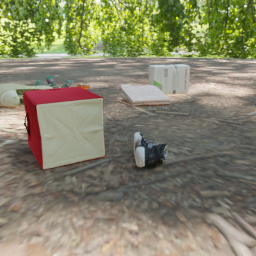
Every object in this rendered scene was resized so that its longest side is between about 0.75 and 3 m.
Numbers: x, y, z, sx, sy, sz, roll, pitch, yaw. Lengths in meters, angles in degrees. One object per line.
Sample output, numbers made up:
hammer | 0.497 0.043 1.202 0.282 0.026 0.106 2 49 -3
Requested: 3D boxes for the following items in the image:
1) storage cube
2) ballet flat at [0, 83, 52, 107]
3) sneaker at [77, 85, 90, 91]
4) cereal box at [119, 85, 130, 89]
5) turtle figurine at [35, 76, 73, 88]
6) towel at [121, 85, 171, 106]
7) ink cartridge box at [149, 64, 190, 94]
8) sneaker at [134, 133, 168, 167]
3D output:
storage cube | -1.426 -0.101 6.293 1.632 1.395 1.467 -9 20 -26
ballet flat | -4.181 -1.262 11.090 2.696 0.936 0.936 -9 19 -28
sneaker | -1.868 -1.304 11.159 0.638 0.665 1.695 6 -1 -9
cereal box | -0.018 -2.167 15.066 0.609 0.167 0.847 -12 21 -34
turtle figurine | -3.255 -1.736 12.402 1.803 0.908 1.350 29 31 36
towel | 0.715 -1.400 11.913 1.717 0.290 1.798 -4 29 -16
ink cartridge box | 2.008 -2.404 13.803 1.867 1.358 0.784 -5 18 -16
sneaker | 0.493 0.457 6.126 0.700 0.464 1.230 0 23 -3
